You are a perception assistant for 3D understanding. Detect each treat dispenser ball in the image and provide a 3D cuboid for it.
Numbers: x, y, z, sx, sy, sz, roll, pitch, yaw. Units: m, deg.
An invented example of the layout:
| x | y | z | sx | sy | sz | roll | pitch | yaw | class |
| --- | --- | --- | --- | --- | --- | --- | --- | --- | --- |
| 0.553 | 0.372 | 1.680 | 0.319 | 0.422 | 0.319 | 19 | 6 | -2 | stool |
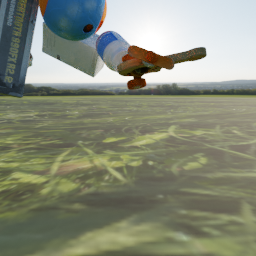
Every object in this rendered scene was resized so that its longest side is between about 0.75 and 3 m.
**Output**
| x | y | z | sx | sy | sz | roll | pitch | yaw | class |
| --- | --- | --- | --- | --- | --- | --- | --- | --- | --- |
| -0.958 | -2.147 | 4.931 | 1.177 | 1.177 | 1.177 | 0 | 8 | 0 | treat dispenser ball |

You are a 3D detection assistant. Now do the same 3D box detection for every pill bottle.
| x | y | z | sx | sy | sz | roll | pitch | yaw | class |
| --- | --- | --- | --- | --- | --- | --- | --- | --- | --- |
| -0.369 | -2.335 | 8.728 | 0.992 | 0.992 | 1.768 | -3 | 33 | -18 | pill bottle |

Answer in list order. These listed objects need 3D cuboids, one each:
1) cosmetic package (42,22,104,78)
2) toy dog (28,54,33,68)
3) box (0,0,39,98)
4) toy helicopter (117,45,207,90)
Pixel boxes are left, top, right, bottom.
| x | y | z | sx | sy | sz | roll | pitch | yaw | class |
| --- | --- | --- | --- | --- | --- | --- | --- | --- | --- |
| -2.000 | -3.111 | 10.671 | 2.380 | 1.343 | 0.965 | 27 | 47 | 7 | cosmetic package |
| -2.734 | -1.633 | 6.851 | 0.827 | 0.802 | 0.577 | -23 | 10 | -24 | toy dog |
| -2.763 | -2.117 | 4.873 | 2.237 | 2.825 | 0.683 | 9 | 3 | -27 | box |
| 0.744 | -1.522 | 6.266 | 2.031 | 0.801 | 1.343 | -11 | -5 | 8 | toy helicopter |
